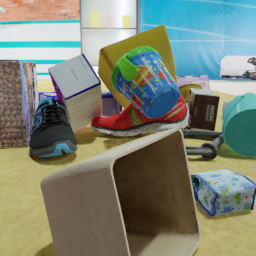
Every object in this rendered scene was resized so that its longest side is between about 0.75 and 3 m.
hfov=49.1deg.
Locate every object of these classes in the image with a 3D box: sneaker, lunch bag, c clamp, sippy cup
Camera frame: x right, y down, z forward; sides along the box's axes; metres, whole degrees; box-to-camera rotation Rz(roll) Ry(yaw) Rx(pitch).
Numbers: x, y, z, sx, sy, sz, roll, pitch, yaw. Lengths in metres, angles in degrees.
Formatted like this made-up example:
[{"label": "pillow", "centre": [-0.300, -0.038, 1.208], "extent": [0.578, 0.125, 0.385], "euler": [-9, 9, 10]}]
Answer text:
[{"label": "sneaker", "centre": [0.301, -0.458, 8.329], "extent": [2.926, 1.242, 1.127], "euler": [-6, 10, 9]}, {"label": "sneaker", "centre": [-1.977, -0.078, 6.994], "extent": [1.060, 1.186, 2.896], "euler": [-5, 14, -23]}, {"label": "lunch bag", "centre": [1.348, 0.883, 4.144], "extent": [0.688, 0.516, 0.810], "euler": [-3, 22, -15]}, {"label": "c clamp", "centre": [1.966, 0.292, 7.131], "extent": [2.470, 0.392, 2.892], "euler": [8, 15, 36]}, {"label": "sippy cup", "centre": [0.539, -1.064, 7.166], "extent": [1.941, 1.524, 1.423], "euler": [-14, 56, -32]}]

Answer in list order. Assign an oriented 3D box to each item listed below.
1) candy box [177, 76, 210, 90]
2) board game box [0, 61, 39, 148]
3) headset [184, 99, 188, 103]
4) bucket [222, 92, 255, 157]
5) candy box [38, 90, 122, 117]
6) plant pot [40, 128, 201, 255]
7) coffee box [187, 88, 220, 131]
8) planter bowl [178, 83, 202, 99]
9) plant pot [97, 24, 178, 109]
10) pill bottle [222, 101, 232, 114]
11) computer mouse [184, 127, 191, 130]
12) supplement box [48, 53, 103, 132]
[{"label": "candy box", "centre": [2.511, -1.963, 14.682], "extent": [2.254, 0.961, 2.687], "euler": [-7, -2, -30]}, {"label": "board game box", "centre": [-3.406, -0.805, 8.039], "extent": [1.305, 2.148, 2.694], "euler": [-3, 12, -10]}, {"label": "headset", "centre": [2.785, -0.882, 11.418], "extent": [1.146, 0.872, 1.856], "euler": [-8, 32, -33]}, {"label": "bucket", "centre": [2.858, -0.049, 6.516], "extent": [1.388, 1.388, 0.903], "euler": [4, 25, 19]}, {"label": "candy box", "centre": [-1.967, -0.909, 11.109], "extent": [2.751, 1.060, 2.326], "euler": [-7, 15, -33]}, {"label": "plant pot", "centre": [-0.114, 0.810, 2.928], "extent": [1.179, 1.330, 1.331], "euler": [-7, 6, 36]}, {"label": "coffee box", "centre": [2.559, -0.709, 9.840], "extent": [0.808, 1.145, 2.026], "euler": [7, 14, 5]}, {"label": "planter bowl", "centre": [2.776, -1.339, 13.247], "extent": [1.684, 0.701, 1.684], "euler": [-8, -26, -4]}, {"label": "plant pot", "centre": [0.436, -1.800, 9.756], "extent": [2.313, 2.041, 2.314], "euler": [-25, -6, -11]}, {"label": "pill bottle", "centre": [4.510, -0.760, 11.300], "extent": [1.237, 0.699, 0.699], "euler": [-1, 12, -8]}, {"label": "computer mouse", "centre": [1.874, -0.084, 9.385], "extent": [0.323, 0.187, 1.102], "euler": [0, 13, -6]}, {"label": "supplement box", "centre": [-1.441, -0.930, 8.137], "extent": [1.099, 1.076, 2.127], "euler": [-27, -20, -14]}]
